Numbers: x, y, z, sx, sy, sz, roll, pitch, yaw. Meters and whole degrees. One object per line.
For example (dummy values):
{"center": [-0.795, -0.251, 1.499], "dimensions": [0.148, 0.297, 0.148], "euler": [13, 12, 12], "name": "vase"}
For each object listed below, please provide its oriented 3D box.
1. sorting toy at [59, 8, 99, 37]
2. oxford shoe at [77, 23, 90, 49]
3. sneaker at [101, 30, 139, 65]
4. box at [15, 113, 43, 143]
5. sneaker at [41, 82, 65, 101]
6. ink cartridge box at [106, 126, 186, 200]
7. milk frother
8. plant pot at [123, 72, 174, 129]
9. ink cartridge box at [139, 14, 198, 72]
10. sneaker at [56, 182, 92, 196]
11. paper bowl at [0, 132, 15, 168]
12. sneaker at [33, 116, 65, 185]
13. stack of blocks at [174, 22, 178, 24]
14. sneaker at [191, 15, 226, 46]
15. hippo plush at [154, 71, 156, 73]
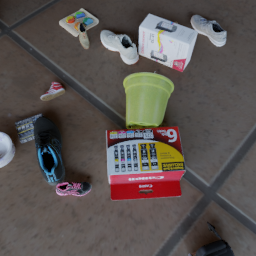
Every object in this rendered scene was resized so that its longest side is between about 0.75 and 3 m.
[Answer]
{"center": [-2.381, -5.173, 13.566], "dimensions": [1.369, 0.270, 1.479], "euler": [41, 68, 20], "name": "sorting toy"}
{"center": [-2.018, -4.151, 12.623], "dimensions": [0.410, 0.435, 1.164], "euler": [-21, 100, -9], "name": "oxford shoe"}
{"center": [-0.366, -3.860, 12.373], "dimensions": [0.863, 1.049, 2.280], "euler": [-40, 67, -20], "name": "sneaker"}
{"center": [-3.646, -0.005, 10.635], "dimensions": [1.088, 0.267, 0.877], "euler": [-22, 61, -12], "name": "box"}
{"center": [-3.149, -1.518, 11.435], "dimensions": [1.026, 0.366, 0.577], "euler": [-25, 67, -22], "name": "sneaker"}
{"center": [0.568, 1.191, 9.500], "dimensions": [2.518, 1.056, 2.210], "euler": [-4, 61, -3], "name": "ink cartridge box"}
{"center": [2.345, 3.593, 8.369], "dimensions": [1.160, 1.113, 1.233], "euler": [-17, 19, -10], "name": "milk frother"}
{"center": [0.651, -0.791, 10.333], "dimensions": [1.930, 1.930, 1.775], "euler": [7, 72, 4], "name": "plant pot"}
{"center": [1.621, -3.581, 11.875], "dimensions": [2.224, 1.641, 0.952], "euler": [24, 63, 14], "name": "ink cartridge box"}
{"center": [-1.826, 1.980, 9.339], "dimensions": [1.204, 0.574, 0.476], "euler": [-5, 59, -4], "name": "sneaker"}
{"center": [-4.673, 0.836, 9.876], "dimensions": [1.313, 0.683, 1.313], "euler": [3, 56, -4], "name": "paper bowl"}
{"center": [-2.733, 0.623, 9.706], "dimensions": [0.946, 1.058, 2.583], "euler": [-17, 67, -10], "name": "sneaker"}
{"center": [2.213, -4.318, 13.022], "dimensions": [0.719, 0.366, 1.249], "euler": [-20, 62, -11], "name": "stack of blocks"}
{"center": [3.813, -4.727, 12.976], "dimensions": [0.774, 0.849, 2.071], "euler": [-36, 67, -19], "name": "sneaker"}
{"center": [0.953, -1.609, 11.362], "dimensions": [0.943, 0.934, 1.173], "euler": [47, 26, 4], "name": "hippo plush"}
